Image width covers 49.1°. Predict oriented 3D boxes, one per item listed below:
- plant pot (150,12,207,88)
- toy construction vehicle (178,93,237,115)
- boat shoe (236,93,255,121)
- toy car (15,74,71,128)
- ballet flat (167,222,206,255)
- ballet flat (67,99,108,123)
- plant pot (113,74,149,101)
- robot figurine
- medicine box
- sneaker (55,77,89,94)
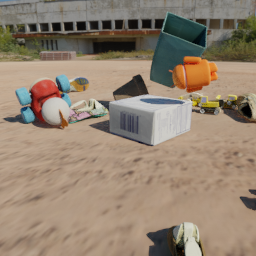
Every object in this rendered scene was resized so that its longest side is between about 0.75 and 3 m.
[{"bbox_3d":[1.819,-2.938,11.296,1.707,2.416,1.706,20,47,-4],"label":"plant pot"},{"bbox_3d":[3.914,-1.359,13.610,2.529,0.891,2.202,9,19,27],"label":"toy construction vehicle"},{"bbox_3d":[5.221,-0.919,12.231,0.849,0.943,2.614,1,23,-2],"label":"boat shoe"},{"bbox_3d":[-2.907,-0.666,10.880,2.013,1.931,2.184,-24,56,-26],"label":"toy car"},{"bbox_3d":[0.879,1.772,4.074,0.554,0.591,1.633,1,17,4],"label":"ballet flat"},{"bbox_3d":[-1.734,-0.798,11.932,0.795,0.818,2.300,12,20,42],"label":"ballet flat"},{"bbox_3d":[0.126,-1.477,13.153,1.505,1.726,1.726,-19,19,-4],"label":"plant pot"},{"bbox_3d":[2.025,-1.669,8.730,1.446,0.843,1.040,-9,-16,8],"label":"robot figurine"},{"bbox_3d":[0.825,-0.400,10.056,2.064,1.166,2.266,15,22,41],"label":"medicine box"},{"bbox_3d":[-3.766,-2.839,18.252,1.139,0.973,2.585,17,23,42],"label":"sneaker"}]
